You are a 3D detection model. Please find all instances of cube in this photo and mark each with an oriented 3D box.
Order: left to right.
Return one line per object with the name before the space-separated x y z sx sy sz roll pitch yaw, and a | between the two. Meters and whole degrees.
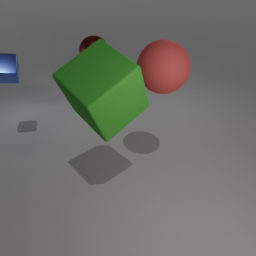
cube | -3.855 -1.877 8.865 0.700 0.700 0.700 -3 74 -18
cube | -0.556 -0.838 6.351 1.400 1.400 1.400 -41 59 -12

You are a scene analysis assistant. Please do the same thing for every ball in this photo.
ball | -1.562 -3.516 12.858 1.400 1.400 1.400 0 30 0
ball | 0.926 -1.595 7.340 1.400 1.400 1.400 0 30 0
